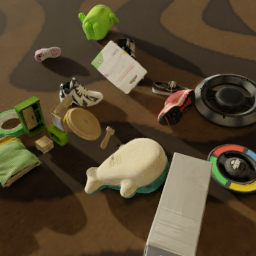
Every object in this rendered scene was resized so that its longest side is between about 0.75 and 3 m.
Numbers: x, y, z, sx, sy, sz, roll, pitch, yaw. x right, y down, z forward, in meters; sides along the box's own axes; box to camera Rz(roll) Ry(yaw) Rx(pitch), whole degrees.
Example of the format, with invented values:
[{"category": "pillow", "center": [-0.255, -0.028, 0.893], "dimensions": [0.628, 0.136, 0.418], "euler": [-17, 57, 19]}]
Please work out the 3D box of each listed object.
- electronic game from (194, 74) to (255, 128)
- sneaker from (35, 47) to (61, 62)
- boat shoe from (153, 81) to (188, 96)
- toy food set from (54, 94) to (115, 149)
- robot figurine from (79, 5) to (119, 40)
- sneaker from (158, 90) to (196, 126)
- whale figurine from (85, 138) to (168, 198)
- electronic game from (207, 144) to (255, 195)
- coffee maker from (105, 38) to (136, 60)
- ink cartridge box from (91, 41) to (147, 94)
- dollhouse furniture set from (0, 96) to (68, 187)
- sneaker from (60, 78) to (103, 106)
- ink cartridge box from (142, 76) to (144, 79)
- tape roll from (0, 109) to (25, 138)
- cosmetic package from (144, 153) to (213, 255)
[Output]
[{"category": "electronic game", "center": [4.253, -1.204, 11.726], "dimensions": [2.975, 0.619, 2.975], "euler": [-4, 53, 5]}, {"category": "sneaker", "center": [-4.109, -3.852, 14.242], "dimensions": [1.356, 0.546, 0.600], "euler": [-21, 44, -17]}, {"category": "boat shoe", "center": [1.892, -1.795, 12.333], "dimensions": [1.595, 0.545, 0.589], "euler": [12, 49, 10]}, {"category": "toy food set", "center": [-1.638, -0.121, 10.269], "dimensions": [2.264, 0.454, 1.563], "euler": [39, 32, -11]}, {"category": "robot figurine", "center": [-1.610, -5.815, 15.412], "dimensions": [2.089, 1.378, 2.381], "euler": [5, 48, 17]}, {"category": "sneaker", "center": [1.840, -0.834, 11.482], "dimensions": [2.183, 0.805, 0.947], "euler": [-41, 36, -27]}, {"category": "whale figurine", "center": [-0.006, 1.482, 9.044], "dimensions": [2.746, 1.425, 2.184], "euler": [-23, 36, 10]}, {"category": "electronic game", "center": [3.715, 1.355, 9.566], "dimensions": [1.999, 0.416, 1.999], "euler": [0, 48, 0]}, {"category": "coffee maker", "center": [-0.331, -3.579, 13.794], "dimensions": [1.452, 1.018, 1.512], "euler": [-16, 45, 15]}, {"category": "ink cartridge box", "center": [-0.284, -2.551, 12.326], "dimensions": [1.386, 0.797, 2.367], "euler": [-47, 69, 5]}, {"category": "dollhouse furniture set", "center": [-3.688, 0.383, 9.636], "dimensions": [1.786, 1.368, 2.726], "euler": [30, 51, 29]}, {"category": "sneaker", "center": [-1.984, -1.563, 11.698], "dimensions": [1.808, 1.177, 0.722], "euler": [2, 49, 2]}, {"category": "ink cartridge box", "center": [0.167, -2.577, 13.287], "dimensions": [1.200, 0.222, 0.568], "euler": [0, 48, 3]}, {"category": "tape roll", "center": [-4.582, -0.169, 11.019], "dimensions": [1.316, 0.316, 1.316], "euler": [0, 47, 0]}, {"category": "cosmetic package", "center": [1.461, 2.339, 7.914], "dimensions": [1.323, 1.567, 2.933], "euler": [13, 48, 11]}]
